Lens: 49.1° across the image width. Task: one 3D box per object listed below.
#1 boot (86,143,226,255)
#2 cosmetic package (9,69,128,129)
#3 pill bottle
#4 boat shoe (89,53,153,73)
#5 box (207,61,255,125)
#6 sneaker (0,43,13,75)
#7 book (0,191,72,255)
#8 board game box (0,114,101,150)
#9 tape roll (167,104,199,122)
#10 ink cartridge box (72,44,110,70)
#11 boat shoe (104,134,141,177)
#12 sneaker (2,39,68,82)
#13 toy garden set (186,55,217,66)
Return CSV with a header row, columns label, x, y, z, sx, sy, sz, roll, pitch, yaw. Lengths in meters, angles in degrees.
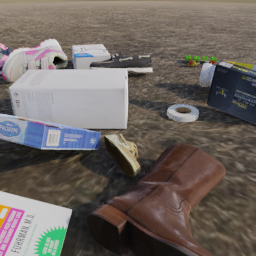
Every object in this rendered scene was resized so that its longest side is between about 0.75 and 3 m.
label,x,y,z,sx,sy,sz,roll,pitch,yaw
boot,1.169,1.260,4.601,2.641,0.910,2.834,22,32,31
cosmetic package,-1.494,-0.861,7.875,2.994,1.270,1.611,2,29,2
pill bottle,3.524,-1.658,9.483,2.005,1.123,1.123,15,32,25
boat shoe,-0.262,-2.580,11.118,2.613,0.788,0.966,-3,7,-13
box,3.168,-0.975,7.827,1.712,1.350,0.437,29,45,30
sneaker,-4.864,-2.883,11.585,2.960,1.214,1.039,-7,29,-16
book,-2.044,1.557,3.883,2.224,0.534,1.486,16,29,-7
board game box,-2.001,0.055,5.955,2.138,0.466,2.149,9,-2,20
tape roll,1.623,-0.450,8.289,0.922,0.168,0.922,1,29,0
ink cartridge box,-1.634,-2.994,12.157,1.469,0.848,2.012,-6,30,-13
boat shoe,-0.057,0.506,6.163,0.499,0.557,1.504,-18,33,-19
sneaker,-3.540,-2.530,11.015,1.237,1.141,2.804,40,58,20
toy garden set,3.356,-3.032,12.870,1.400,0.279,1.167,5,28,8
